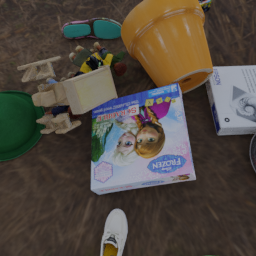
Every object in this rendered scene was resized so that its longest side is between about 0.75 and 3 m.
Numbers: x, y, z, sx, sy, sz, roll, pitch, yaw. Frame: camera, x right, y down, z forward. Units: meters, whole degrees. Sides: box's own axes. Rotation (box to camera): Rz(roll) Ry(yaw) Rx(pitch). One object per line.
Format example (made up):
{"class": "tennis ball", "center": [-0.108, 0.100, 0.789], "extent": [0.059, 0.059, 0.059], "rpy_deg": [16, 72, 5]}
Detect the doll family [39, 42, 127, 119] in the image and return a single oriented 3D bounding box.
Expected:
{"class": "doll family", "center": [-1.166, -1.259, 7.574], "extent": [1.564, 1.062, 2.706], "rpy_deg": [41, 91, 25]}

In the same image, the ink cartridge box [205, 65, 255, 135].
{"class": "ink cartridge box", "center": [3.366, -0.831, 7.745], "extent": [2.178, 0.442, 2.173], "rpy_deg": [-2, 58, -1]}

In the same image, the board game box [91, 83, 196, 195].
{"class": "board game box", "center": [0.246, 0.237, 6.514], "extent": [2.276, 0.468, 2.271], "rpy_deg": [-13, 60, 17]}

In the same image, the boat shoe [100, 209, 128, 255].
{"class": "boat shoe", "center": [-0.314, 2.323, 5.718], "extent": [0.503, 0.495, 1.419], "rpy_deg": [10, 58, 6]}

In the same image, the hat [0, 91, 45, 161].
{"class": "hat", "center": [-3.214, -0.571, 6.491], "extent": [2.143, 2.278, 2.588], "rpy_deg": [-24, 61, -14]}

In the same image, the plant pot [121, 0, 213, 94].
{"class": "plant pot", "center": [1.235, -2.117, 7.665], "extent": [2.300, 2.300, 2.105], "rpy_deg": [-18, 75, -11]}

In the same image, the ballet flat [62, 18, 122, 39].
{"class": "ballet flat", "center": [-1.167, -3.324, 9.261], "extent": [2.011, 0.695, 0.716], "rpy_deg": [-4, 38, -2]}

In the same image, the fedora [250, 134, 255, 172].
{"class": "fedora", "center": [3.877, 0.674, 6.274], "extent": [1.863, 0.951, 2.107], "rpy_deg": [-42, 71, -7]}

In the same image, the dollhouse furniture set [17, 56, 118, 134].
{"class": "dollhouse furniture set", "center": [-1.357, -0.846, 6.533], "extent": [1.816, 1.668, 1.182], "rpy_deg": [0, 23, 40]}

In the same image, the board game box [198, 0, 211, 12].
{"class": "board game box", "center": [2.037, -4.470, 10.074], "extent": [1.437, 0.407, 1.188], "rpy_deg": [-26, 59, -16]}
